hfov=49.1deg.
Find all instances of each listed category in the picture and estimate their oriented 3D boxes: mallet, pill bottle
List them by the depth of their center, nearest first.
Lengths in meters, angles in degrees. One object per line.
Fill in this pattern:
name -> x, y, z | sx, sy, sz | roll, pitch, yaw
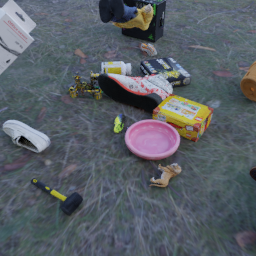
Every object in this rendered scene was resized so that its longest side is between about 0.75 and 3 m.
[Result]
mallet -> -2.145, 1.898, 7.892 | 1.810, 0.372, 0.596 | 14, 46, 23
pill bottle -> -0.539, -2.670, 12.883 | 1.322, 0.741, 0.741 | -3, 40, -3

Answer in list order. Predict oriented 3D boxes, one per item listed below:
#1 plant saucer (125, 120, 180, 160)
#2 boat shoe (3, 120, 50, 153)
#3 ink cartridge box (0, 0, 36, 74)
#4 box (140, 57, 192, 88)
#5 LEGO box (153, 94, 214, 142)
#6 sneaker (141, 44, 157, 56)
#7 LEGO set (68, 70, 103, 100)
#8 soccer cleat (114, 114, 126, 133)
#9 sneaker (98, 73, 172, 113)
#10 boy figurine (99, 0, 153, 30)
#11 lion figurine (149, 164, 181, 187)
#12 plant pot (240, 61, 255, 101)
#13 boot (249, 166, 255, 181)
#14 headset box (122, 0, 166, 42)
plant saucer -> 0.811, 0.442, 9.446 | 1.821, 0.462, 1.821 | 0, 41, 0
boat shoe -> -3.573, 0.324, 9.469 | 1.912, 0.688, 0.628 | 24, 41, 14
ink cartridge box -> -3.985, -2.926, 9.063 | 2.094, 1.215, 0.710 | -46, 48, -1
box -> 1.693, -2.553, 12.929 | 1.665, 0.507, 2.065 | -11, 41, -16
LEGO box -> 2.008, -0.425, 10.278 | 1.789, 0.690, 1.333 | 25, 46, 26
sneaker -> 1.206, -4.226, 14.925 | 0.491, 0.498, 1.271 | -16, 42, -25
LEGO set -> -1.751, -1.903, 11.827 | 1.621, 0.939, 1.246 | 10, 41, 11
soccer cleat -> -0.358, -0.148, 10.340 | 0.400, 0.309, 0.956 | -14, 36, 32
sneaker -> 0.340, -1.721, 11.597 | 3.002, 1.002, 1.609 | 25, 45, 21
boy figurine -> 0.180, -3.952, 9.750 | 1.638, 0.849, 2.635 | -5, 10, 33
lion figurine -> 1.117, 1.464, 8.383 | 0.654, 0.387, 1.069 | 25, 60, 16
plant pot -> 5.423, -1.859, 11.401 | 1.160, 1.657, 1.657 | -37, 51, -15
boot -> 4.551, 1.331, 8.312 | 2.018, 0.754, 0.978 | 16, 32, 4
headset box -> 0.948, -6.313, 16.099 | 2.453, 2.135, 1.138 | 22, 44, 22
